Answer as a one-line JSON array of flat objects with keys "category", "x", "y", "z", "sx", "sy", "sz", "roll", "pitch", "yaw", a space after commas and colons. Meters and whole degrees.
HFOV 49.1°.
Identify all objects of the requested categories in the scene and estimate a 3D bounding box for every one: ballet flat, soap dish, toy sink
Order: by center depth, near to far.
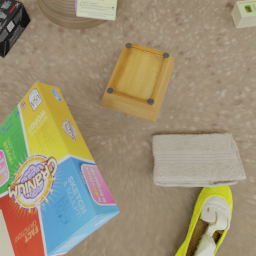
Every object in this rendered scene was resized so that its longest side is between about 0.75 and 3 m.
[{"category": "toy sink", "x": -2.693, "y": 2.655, "z": 6.443, "sx": 2.276, "sy": 1.275, "sz": 1.484, "roll": -11, "pitch": 70, "yaw": 1}, {"category": "ballet flat", "x": 1.905, "y": 2.510, "z": 6.640, "sx": 0.966, "sy": 0.969, "sz": 2.892, "roll": 30, "pitch": 72, "yaw": 3}, {"category": "soap dish", "x": 0.317, "y": -1.406, "z": 8.137, "sx": 1.681, "sy": 0.868, "sz": 2.136, "roll": 17, "pitch": 72, "yaw": 6}, {"category": "toy sink", "x": 4.042, "y": -3.766, "z": 9.158, "sx": 1.023, "sy": 0.573, "sz": 0.667, "roll": -7, "pitch": 70, "yaw": -3}]

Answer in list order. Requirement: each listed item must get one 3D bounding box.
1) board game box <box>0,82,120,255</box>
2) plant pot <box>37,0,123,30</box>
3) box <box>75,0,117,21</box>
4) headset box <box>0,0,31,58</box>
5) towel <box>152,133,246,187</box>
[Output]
[{"category": "board game box", "x": -1.570, "y": 0.857, "z": 5.086, "sx": 2.086, "sy": 0.550, "sz": 2.727, "roll": -44, "pitch": 61, "yaw": 23}, {"category": "plant pot", "x": -1.634, "y": -4.853, "z": 9.143, "sx": 2.979, "sy": 1.375, "sz": 2.979, "roll": 0, "pitch": 69, "yaw": -1}, {"category": "box", "x": -0.688, "y": -3.353, "z": 6.018, "sx": 0.827, "sy": 1.711, "sz": 1.505, "roll": 2, "pitch": 30, "yaw": -13}, {"category": "headset box", "x": -4.592, "y": -3.473, "z": 8.900, "sx": 2.256, "sy": 0.846, "sz": 1.677, "roll": 23, "pitch": 72, "yaw": 8}, {"category": "towel", "x": 1.790, "y": 0.802, "z": 7.384, "sx": 2.300, "sy": 0.396, "sz": 1.524, "roll": 0, "pitch": 49, "yaw": 2}]
